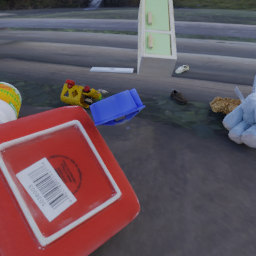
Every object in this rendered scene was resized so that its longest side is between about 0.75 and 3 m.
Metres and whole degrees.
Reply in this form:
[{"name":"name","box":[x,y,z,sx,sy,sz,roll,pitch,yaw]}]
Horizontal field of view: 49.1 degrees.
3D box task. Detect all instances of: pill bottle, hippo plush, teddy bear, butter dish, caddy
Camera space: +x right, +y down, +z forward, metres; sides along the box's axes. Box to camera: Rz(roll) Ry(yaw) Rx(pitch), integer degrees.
[{"name":"pill bottle","box":[-4.570,-0.539,9.742,1.395,1.395,2.511,-6,30,-11]},{"name":"hippo plush","box":[4.341,-0.267,9.375,1.702,1.686,2.117,13,60,-33]},{"name":"teddy bear","box":[3.962,-0.716,10.576,1.592,0.733,2.195,11,8,-26]},{"name":"butter dish","box":[-1.729,1.344,5.865,2.890,2.142,2.898,-22,77,-44]},{"name":"caddy","box":[-0.219,-0.367,5.862,1.164,0.611,0.823,-19,4,26]}]

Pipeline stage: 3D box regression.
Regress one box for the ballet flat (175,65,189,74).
[{"name":"ballet flat","box":[3.053,-3.358,15.888,0.368,0.341,1.092,26,38,38]}]

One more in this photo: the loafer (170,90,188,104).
[{"name":"loafer","box":[2.206,-1.366,12.255,0.407,0.398,1.116,-15,32,-24]}]

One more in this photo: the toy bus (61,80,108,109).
[{"name":"toy bus","box":[-1.883,-1.232,11.479,1.661,0.910,1.761,18,-5,-16]}]

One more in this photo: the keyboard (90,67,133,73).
[{"name":"keyboard","box":[-0.926,-3.346,16.134,2.445,0.130,0.688,3,24,6]}]

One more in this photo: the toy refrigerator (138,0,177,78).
[{"name":"toy refrigerator","box":[0.792,-2.697,7.987,0.946,0.872,2.493,4,61,-4]}]
